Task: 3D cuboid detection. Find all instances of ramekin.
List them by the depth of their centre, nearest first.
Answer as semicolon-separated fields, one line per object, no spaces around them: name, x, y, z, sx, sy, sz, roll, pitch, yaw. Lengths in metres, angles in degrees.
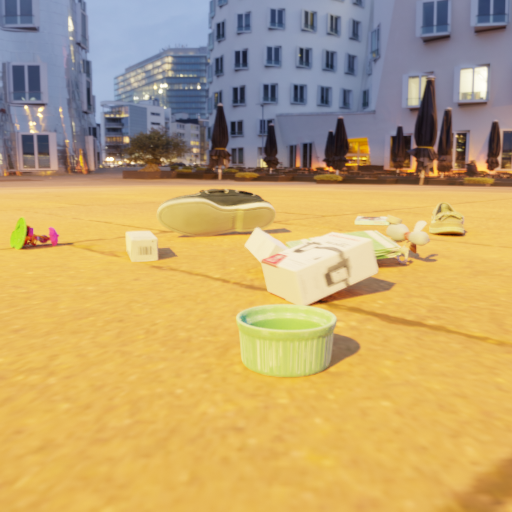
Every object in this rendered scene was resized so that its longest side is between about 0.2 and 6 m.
ramekin;0.290;0.814;5.430;0.966;0.472;0.966;0;9;0

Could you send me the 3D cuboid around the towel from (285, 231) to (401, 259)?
towel;1.612;-0.142;10.613;1.852;0.217;1.413;-9;19;-7

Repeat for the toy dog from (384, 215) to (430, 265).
toy dog;3.012;-0.371;11.049;0.605;0.828;1.256;11;28;-25

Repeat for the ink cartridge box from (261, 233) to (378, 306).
ink cartridge box;0.917;0.154;8.134;1.363;0.568;0.990;-22;18;-24

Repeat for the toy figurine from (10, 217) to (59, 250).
toy figurine;-5.076;-0.412;12.980;0.918;0.748;0.997;10;-24;-40

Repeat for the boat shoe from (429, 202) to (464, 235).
boat shoe;5.354;-1.051;15.763;0.903;0.779;2.477;3;10;16

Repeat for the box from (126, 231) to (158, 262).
box;-2.395;-0.213;11.675;0.559;0.465;1.361;-3;9;-15

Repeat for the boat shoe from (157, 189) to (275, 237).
boat shoe;-1.098;-1.290;14.827;3.139;1.173;1.041;-5;42;-16

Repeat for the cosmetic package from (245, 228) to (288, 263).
cosmetic package;0.269;-0.063;9.729;0.592;0.425;1.049;30;6;-24

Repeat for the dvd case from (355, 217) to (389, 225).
dvd case;3.803;-1.144;18.258;1.082;0.163;1.483;2;11;14
